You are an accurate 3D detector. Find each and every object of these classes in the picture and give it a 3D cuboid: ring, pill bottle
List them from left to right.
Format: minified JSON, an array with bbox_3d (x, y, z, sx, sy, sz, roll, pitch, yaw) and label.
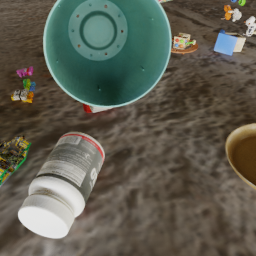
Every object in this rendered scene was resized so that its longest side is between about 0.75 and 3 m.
[{"bbox_3d":[-1.266,1.089,5.646,1.117,1.117,1.961,8,40,10],"label":"pill bottle"},{"bbox_3d":[2.242,-3.582,12.238,1.608,0.154,1.608,1,39,-1],"label":"ring"}]

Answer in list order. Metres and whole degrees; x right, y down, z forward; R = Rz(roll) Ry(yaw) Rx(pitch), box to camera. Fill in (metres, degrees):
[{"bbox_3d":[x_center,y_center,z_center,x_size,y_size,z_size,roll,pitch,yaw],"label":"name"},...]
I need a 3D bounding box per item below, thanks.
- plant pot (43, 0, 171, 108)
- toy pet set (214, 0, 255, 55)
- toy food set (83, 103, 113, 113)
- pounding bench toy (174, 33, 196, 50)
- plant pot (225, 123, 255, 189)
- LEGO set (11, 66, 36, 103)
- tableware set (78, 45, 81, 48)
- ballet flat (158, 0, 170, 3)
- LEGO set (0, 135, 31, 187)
[{"bbox_3d":[-0.480,-1.752,5.532,2.205,2.205,1.770,-8,29,-9],"label":"plant pot"},{"bbox_3d":[4.234,-4.218,11.561,1.141,2.006,2.149,-5,37,-21],"label":"toy pet set"},{"bbox_3d":[-0.738,-1.228,8.190,1.270,1.347,2.823,-15,14,-18],"label":"toy food set"},{"bbox_3d":[2.454,-3.718,12.112,0.800,0.497,0.624,20,43,25],"label":"pounding bench toy"},{"bbox_3d":[3.605,0.793,6.628,2.581,0.355,2.581,-1,38,0],"label":"plant pot"},{"bbox_3d":[-3.428,-1.246,9.000,0.661,0.615,1.612,-6,45,-3],"label":"LEGO set"},{"bbox_3d":[-1.513,-3.218,11.147,1.696,0.514,2.565,2,45,12],"label":"tableware set"},{"bbox_3d":[0.489,-3.229,6.165,2.758,1.043,0.882,-15,-11,42],"label":"ballet flat"},{"bbox_3d":[-2.849,0.654,6.273,0.743,0.987,1.283,33,55,-3],"label":"LEGO set"}]
